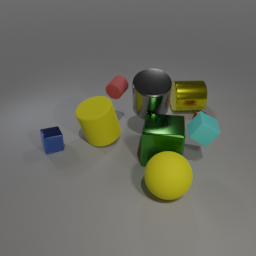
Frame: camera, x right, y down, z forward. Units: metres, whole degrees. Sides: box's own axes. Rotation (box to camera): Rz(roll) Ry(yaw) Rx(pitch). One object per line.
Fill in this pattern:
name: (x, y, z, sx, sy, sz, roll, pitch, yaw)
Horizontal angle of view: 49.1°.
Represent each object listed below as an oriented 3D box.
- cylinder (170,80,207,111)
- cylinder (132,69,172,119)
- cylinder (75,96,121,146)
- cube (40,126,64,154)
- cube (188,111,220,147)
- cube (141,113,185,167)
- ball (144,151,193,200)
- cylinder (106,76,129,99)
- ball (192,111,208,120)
cylinder: (2.767, -1.488, 12.949, 1.400, 1.400, 1.400, -1, 32, -3)
cylinder: (0.867, -1.225, 10.424, 1.400, 1.400, 1.400, -1, 55, 1)
cylinder: (-1.109, -0.259, 10.663, 1.400, 1.400, 1.400, -10, 41, 9)
cube: (-2.844, 0.444, 10.491, 0.700, 0.700, 0.700, -11, 33, -23)
cube: (2.433, 0.031, 9.029, 0.700, 0.700, 0.700, 27, 36, -14)
cube: (1.227, 0.447, 9.846, 1.400, 1.400, 1.400, 5, 32, 7)
ball: (1.180, 1.387, 8.224, 1.400, 1.400, 1.400, 0, 32, 0)
cylinder: (-0.430, -1.617, 11.147, 0.700, 0.700, 0.700, 15, 46, 22)
ball: (3.060, -0.360, 11.794, 0.700, 0.700, 0.700, 0, 32, 0)
